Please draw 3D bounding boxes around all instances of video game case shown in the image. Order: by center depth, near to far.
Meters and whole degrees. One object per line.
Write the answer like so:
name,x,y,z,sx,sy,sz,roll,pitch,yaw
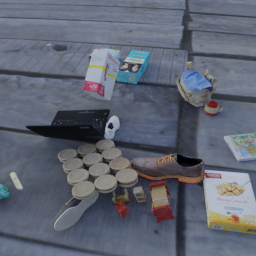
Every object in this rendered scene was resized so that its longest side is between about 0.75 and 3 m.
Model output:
video game case,4.610,0.699,10.724,1.424,0.157,1.296,-6,40,-7

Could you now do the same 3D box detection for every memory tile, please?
memory tile,-1.084,1.297,9.555,2.172,0.238,2.834,-15,30,-18

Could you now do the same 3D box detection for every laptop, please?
laptop,-2.163,-0.396,10.880,2.414,1.407,2.724,0,39,9

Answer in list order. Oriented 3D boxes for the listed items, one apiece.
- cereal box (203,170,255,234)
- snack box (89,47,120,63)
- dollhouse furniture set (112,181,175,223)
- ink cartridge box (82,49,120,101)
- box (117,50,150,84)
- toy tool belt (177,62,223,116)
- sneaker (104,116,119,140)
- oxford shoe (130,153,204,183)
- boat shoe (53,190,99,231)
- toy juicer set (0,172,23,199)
cereal box,3.162,2.213,8.702,1.463,0.402,2.033,4,40,5
snack box,-1.344,-4.166,16.308,1.503,0.508,1.267,12,41,12
dollhouse furniture set,0.438,2.332,8.503,1.753,0.713,0.943,-14,39,11
ink cartridge box,-1.152,-2.333,12.459,0.791,1.377,1.897,13,86,23
box,0.329,-3.366,15.234,1.082,0.646,2.629,12,41,14
toy tool belt,3.288,-1.848,12.679,1.593,1.568,2.551,-16,42,-18
sneaker,-0.599,-0.128,11.323,0.486,0.647,1.298,14,42,1
oxford shoe,1.306,1.193,9.527,2.531,0.923,0.902,4,40,5
boat shoe,-1.619,2.386,8.441,0.505,0.593,1.774,9,32,38
toy juicer set,-4.238,1.969,9.004,1.935,0.526,1.231,-13,25,-7
